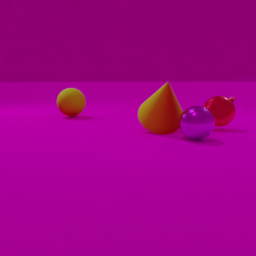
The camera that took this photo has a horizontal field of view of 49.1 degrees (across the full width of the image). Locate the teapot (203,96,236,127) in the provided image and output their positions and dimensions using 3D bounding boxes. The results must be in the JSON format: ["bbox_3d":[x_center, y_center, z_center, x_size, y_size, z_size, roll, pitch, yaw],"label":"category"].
[{"bbox_3d":[2.690,-0.491,8.247,0.913,1.469,0.719,46,-3,15],"label":"teapot"}]

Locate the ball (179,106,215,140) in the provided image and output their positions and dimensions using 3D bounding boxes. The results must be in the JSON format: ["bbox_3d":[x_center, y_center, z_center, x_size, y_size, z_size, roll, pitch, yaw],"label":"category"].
[{"bbox_3d":[1.670,-0.122,6.821,0.844,0.844,0.844,0,10,0],"label":"ball"}]

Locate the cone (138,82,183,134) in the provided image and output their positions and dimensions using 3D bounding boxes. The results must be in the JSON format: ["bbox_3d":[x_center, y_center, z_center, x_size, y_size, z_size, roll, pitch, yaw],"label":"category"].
[{"bbox_3d":[0.959,-0.741,7.405,1.311,1.316,1.311,1,54,-2],"label":"cone"}]

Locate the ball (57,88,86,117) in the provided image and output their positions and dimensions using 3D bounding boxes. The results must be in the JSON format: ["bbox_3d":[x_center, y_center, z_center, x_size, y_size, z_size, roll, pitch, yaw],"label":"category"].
[{"bbox_3d":[-2.155,-0.976,10.674,1.079,1.079,1.079,0,10,0],"label":"ball"}]
